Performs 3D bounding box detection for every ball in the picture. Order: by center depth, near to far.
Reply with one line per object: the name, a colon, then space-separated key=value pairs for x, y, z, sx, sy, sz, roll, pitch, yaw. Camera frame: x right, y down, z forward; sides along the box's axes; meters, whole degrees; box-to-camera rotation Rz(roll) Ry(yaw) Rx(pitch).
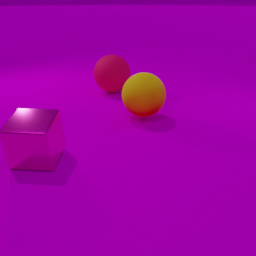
ball: x=0.465 y=-0.979 z=8.281 sx=1.302 sy=1.302 sz=1.302 roll=0 pitch=26 yaw=0
ball: x=-0.592 y=-2.035 z=10.475 sx=1.384 sy=1.384 sz=1.384 roll=0 pitch=26 yaw=0

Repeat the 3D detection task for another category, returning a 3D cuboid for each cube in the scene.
cube: x=-2.056 y=0.238 z=6.193 sx=0.999 sy=0.999 sz=0.999 roll=2 pitch=34 yaw=4
